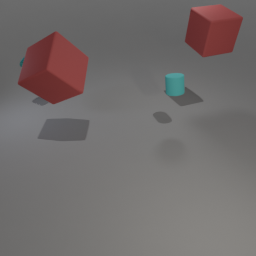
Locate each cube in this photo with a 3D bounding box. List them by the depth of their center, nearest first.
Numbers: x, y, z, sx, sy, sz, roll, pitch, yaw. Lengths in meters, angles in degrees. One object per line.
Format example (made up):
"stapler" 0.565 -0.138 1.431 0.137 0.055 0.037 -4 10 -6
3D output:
"cube" -2.250 -1.776 8.601 1.400 1.400 1.400 -14 59 34
"cube" 3.233 -3.751 10.768 1.400 1.400 1.400 -14 45 -17

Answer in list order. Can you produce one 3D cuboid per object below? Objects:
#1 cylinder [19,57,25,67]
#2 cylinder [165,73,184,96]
"cylinder" -4.003 -2.624 11.657 0.700 0.700 0.700 42 36 -8
"cylinder" 1.755 -1.633 10.498 0.700 0.700 0.700 -5 24 2
